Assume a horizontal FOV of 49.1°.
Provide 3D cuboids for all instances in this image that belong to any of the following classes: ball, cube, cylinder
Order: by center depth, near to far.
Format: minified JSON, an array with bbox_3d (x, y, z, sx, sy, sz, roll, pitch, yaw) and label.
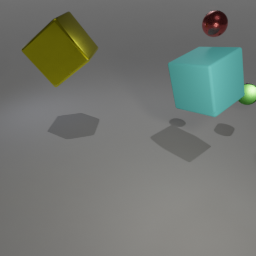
[{"bbox_3d":[2.163,-1.326,7.700,1.400,1.400,1.400,-32,31,-28],"label":"cube"},{"bbox_3d":[2.419,-2.898,7.801,0.700,0.700,0.700,0,29,0],"label":"ball"},{"bbox_3d":[-1.944,-2.337,8.290,1.400,1.400,1.400,-32,22,22],"label":"cube"},{"bbox_3d":[4.045,-1.150,9.468,0.700,0.700,0.700,13,13,22],"label":"cylinder"}]
